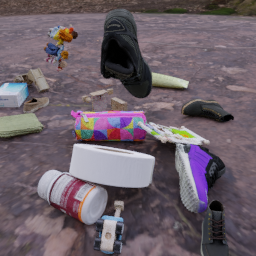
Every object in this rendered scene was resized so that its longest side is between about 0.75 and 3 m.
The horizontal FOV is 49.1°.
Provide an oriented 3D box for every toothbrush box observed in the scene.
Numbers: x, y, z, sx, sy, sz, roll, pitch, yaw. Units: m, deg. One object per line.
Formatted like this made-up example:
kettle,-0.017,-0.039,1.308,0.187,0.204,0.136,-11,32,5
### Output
toothbrush box,-5.521,-1.572,13.265,1.129,0.658,1.542,-1,28,-1

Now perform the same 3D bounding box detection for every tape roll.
tape roll,-0.418,0.960,7.459,2.177,0.761,2.177,9,-2,0

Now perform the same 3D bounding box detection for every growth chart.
growth chart,1.542,0.178,9.622,2.521,0.224,1.824,6,18,-37

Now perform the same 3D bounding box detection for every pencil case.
pencil case,-0.650,-0.086,10.057,2.675,1.182,1.182,0,28,-1

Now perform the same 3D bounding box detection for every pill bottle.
pill bottle,-1.407,1.666,6.990,1.616,0.923,0.923,16,32,28

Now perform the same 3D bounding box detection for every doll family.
doll family,-1.628,-1.934,6.624,0.722,1.163,0.524,26,11,26

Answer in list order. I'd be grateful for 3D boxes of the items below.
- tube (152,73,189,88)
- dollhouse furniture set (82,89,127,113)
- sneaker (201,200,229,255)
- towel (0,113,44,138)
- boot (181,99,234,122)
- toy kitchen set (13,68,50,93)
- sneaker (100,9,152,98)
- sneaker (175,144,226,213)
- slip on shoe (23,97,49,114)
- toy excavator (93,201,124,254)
tube,1.775,-2.547,15.135,2.921,0.758,0.847,10,69,11
dollhouse furniture set,-1.095,-0.889,11.617,2.030,1.052,0.899,-21,33,-33
sneaker,1.867,2.275,6.015,0.551,0.783,1.474,2,28,5
towel,-4.237,-0.108,10.699,1.713,0.313,1.271,-13,37,-31
boot,3.299,-0.649,11.589,1.882,0.729,1.302,-12,35,-19
toy kitchen set,-5.122,-2.219,14.643,1.132,1.252,1.387,-27,-2,-45
sneaker,-0.040,-1.499,7.511,1.072,2.804,1.606,0,54,16
sneaker,2.103,1.230,7.791,1.334,0.933,2.683,2,28,1
slip on shoe,-4.153,-1.156,12.697,0.590,0.470,1.552,13,31,23
toy excavator,-0.343,2.222,6.390,0.582,1.165,1.132,5,73,6
